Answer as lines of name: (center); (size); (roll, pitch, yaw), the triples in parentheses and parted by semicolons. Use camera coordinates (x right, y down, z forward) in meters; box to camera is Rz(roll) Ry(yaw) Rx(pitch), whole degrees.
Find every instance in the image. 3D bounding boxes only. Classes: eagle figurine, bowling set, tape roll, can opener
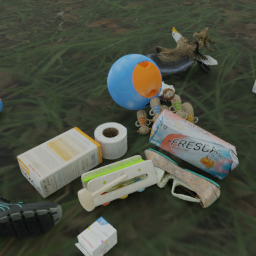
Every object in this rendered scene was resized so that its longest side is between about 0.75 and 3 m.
eagle figurine: (2.262, -3.318, 12.323); (2.196, 2.895, 2.184); (17, 56, -39)
bowling set: (1.175, -0.444, 8.735); (2.021, 1.407, 1.085); (-10, 62, 5)
tape roll: (-0.505, 0.380, 8.393); (0.968, 0.665, 0.968); (0, 37, 0)
can opener: (3.472, -2.933, 12.997); (0.524, 0.423, 1.333); (18, 40, -30)

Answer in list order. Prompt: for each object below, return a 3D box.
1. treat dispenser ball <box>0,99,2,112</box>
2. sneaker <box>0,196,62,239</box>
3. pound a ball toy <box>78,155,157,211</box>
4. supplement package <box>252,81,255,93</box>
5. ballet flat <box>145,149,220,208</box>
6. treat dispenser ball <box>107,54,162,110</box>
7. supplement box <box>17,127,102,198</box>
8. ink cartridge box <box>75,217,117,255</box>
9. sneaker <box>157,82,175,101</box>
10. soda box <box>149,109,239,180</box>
treat dispenser ball: (-4.866, -0.799, 9.793); (0.871, 0.871, 0.871); (0, 37, 0)
sneaker: (-2.766, 1.885, 6.192); (2.535, 0.956, 1.005); (-7, 36, -10)
pound a ball toy: (-0.253, 1.420, 6.722); (1.991, 0.846, 1.299); (-18, 10, -19)
supplement package: (6.331, -2.029, 10.242); (1.726, 2.244, 2.347); (-23, 43, -27)
ballet flat: (1.192, 1.286, 7.200); (2.278, 0.775, 0.766); (26, 71, 33)
treat dispenser ball: (0.226, -1.520, 9.341); (1.824, 1.824, 1.824); (0, 37, 0)
supplement box: (-1.830, 0.873, 7.705); (1.914, 0.704, 1.206); (-29, 46, -33)
ink cartridge box: (-0.674, 2.385, 5.905); (0.767, 0.480, 0.493); (-31, 47, -34)
sneaker: (1.052, -1.410, 10.754); (1.502, 0.562, 0.748); (5, 53, 2)
soda box: (1.744, 0.435, 7.486); (2.297, 0.730, 0.786); (27, 35, -6)
